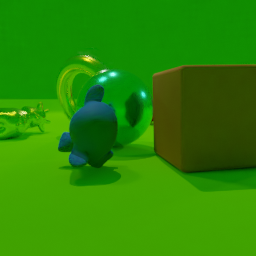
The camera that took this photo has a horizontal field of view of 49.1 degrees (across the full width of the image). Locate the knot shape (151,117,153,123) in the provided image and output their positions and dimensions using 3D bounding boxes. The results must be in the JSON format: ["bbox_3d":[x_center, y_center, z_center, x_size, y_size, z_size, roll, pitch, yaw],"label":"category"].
[{"bbox_3d":[1.226,-0.577,8.953,1.395,0.689,1.490,1,26,3],"label":"knot shape"}]

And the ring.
[{"bbox_3d":[-0.883,-0.672,6.047,1.757,1.757,0.351,5,24,37],"label":"ring"}]

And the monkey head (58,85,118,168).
[{"bbox_3d":[-0.515,0.056,3.301,0.809,1.124,0.677,0,-35,13],"label":"monkey head"}]

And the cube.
[{"bbox_3d":[1.063,-0.176,3.742,1.197,1.197,1.197,-3,7,-10],"label":"cube"}]

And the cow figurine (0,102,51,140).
[{"bbox_3d":[-2.347,-0.160,6.190,1.339,0.747,1.361,-6,12,-23],"label":"cow figurine"}]

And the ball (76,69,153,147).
[{"bbox_3d":[-0.220,-0.339,4.780,1.308,1.308,1.308,0,6,0],"label":"ball"}]
